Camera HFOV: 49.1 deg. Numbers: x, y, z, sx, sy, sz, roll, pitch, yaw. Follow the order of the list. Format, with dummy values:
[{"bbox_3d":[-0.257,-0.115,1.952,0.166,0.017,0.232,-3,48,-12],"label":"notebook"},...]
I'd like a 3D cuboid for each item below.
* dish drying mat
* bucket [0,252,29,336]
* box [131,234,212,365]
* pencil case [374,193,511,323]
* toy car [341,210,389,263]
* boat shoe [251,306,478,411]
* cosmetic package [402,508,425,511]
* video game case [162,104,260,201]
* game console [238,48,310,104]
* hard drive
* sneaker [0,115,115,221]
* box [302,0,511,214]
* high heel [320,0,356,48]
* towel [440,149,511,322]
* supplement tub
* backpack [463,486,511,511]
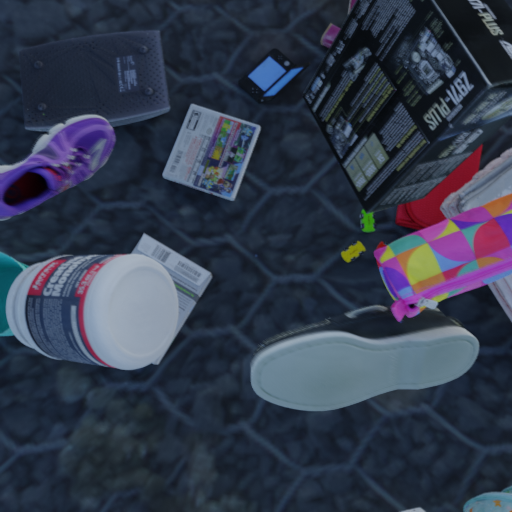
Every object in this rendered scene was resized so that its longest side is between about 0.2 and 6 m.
[{"bbox_3d":[3.440,-2.006,10.119,1.277,0.303,3.325,14,78,2],"label":"dish drying mat"},{"bbox_3d":[-4.245,0.674,9.241,1.437,0.935,1.437,0,79,-1],"label":"bucket"},{"bbox_3d":[-1.790,0.729,9.518,1.390,0.367,1.782,30,79,7],"label":"box"},{"bbox_3d":[2.314,-0.019,6.049,2.069,0.914,0.914,-26,79,8],"label":"pencil case"},{"bbox_3d":[1.974,-0.338,9.814,1.026,0.229,0.965,-1,78,-1],"label":"toy car"},{"bbox_3d":[1.192,1.115,6.588,2.791,0.842,1.055,1,117,-19],"label":"boat shoe"},{"bbox_3d":[1.754,4.946,8.553,2.136,0.552,1.610,-12,76,-2],"label":"cosmetic package"},{"bbox_3d":[-0.801,-1.887,10.169,1.363,0.172,1.496,19,78,4],"label":"video game case"},{"bbox_3d":[0.313,-3.339,10.248,0.909,0.602,1.034,44,81,8],"label":"game console"},{"bbox_3d":[-2.910,-3.129,10.228,2.586,0.547,1.744,-9,78,-2],"label":"hard drive"},{"bbox_3d":[-2.647,-1.115,7.447,2.100,0.876,0.847,-45,125,-26],"label":"sneaker"},{"bbox_3d":[2.026,-2.239,7.394,1.168,2.713,2.222,-16,70,-26],"label":"box"},{"bbox_3d":[2.065,-4.511,10.429,0.902,0.633,1.880,35,85,17],"label":"high heel"},{"bbox_3d":[5.530,-0.475,9.023,4.044,0.652,3.862,-38,102,-5],"label":"towel"},{"bbox_3d":[-2.118,0.679,7.201,1.979,1.389,1.389,-1,76,36],"label":"supplement tub"},{"bbox_3d":[3.995,4.215,8.106,1.999,1.775,1.505,22,57,9],"label":"backpack"}]
